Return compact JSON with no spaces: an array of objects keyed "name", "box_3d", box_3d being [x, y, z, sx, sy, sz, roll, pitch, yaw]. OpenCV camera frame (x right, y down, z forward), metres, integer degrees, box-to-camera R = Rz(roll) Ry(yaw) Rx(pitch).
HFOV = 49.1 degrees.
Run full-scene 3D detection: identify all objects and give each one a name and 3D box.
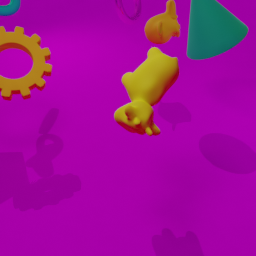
[{"name":"ring","box_3d":[0.026,-4.163,9.403,0.266,1.330,1.330,5,34,38]},{"name":"cow figurine","box_3d":[0.318,-0.522,4.144,1.262,0.693,1.242,-45,31,14]},{"name":"monkey head","box_3d":[0.923,-2.924,7.799,0.943,1.126,1.565,-9,21,-7]},{"name":"gear","box_3d":[-2.236,-1.263,5.468,1.435,0.265,1.435,3,78,-16]},{"name":"cone","box_3d":[1.685,-2.491,6.104,1.415,1.420,1.415,-25,31,16]},{"name":"knot shape","box_3d":[-2.807,-3.271,5.969,0.657,1.330,1.421,1,68,5]}]
